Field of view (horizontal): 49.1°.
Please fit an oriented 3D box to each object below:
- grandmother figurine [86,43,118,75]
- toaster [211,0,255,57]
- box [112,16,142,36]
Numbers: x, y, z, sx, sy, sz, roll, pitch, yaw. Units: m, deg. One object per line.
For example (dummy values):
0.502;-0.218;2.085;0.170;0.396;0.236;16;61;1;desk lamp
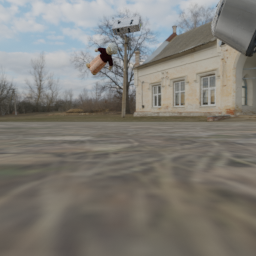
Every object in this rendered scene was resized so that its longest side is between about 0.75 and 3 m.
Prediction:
-1.092;-3.102;12.550;1.926;1.168;0.583;-35;13;44;grandmother figurine
3.477;-3.366;8.067;1.527;2.364;1.343;35;47;25;toaster
-0.026;-3.086;8.446;0.832;0.485;0.250;-5;-39;17;box
